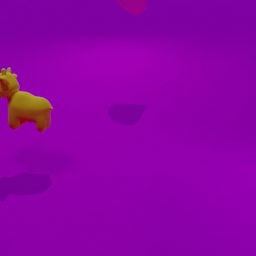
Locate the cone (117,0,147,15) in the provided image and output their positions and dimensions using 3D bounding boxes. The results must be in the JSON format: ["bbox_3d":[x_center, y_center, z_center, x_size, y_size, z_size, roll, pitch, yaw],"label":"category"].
[{"bbox_3d":[0.428,-4.652,9.062,1.334,1.334,1.339,28,69,34],"label":"cone"}]

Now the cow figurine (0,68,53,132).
[{"bbox_3d":[-2.400,-0.648,6.404,1.376,1.354,0.755,6,16,0],"label":"cow figurine"}]
